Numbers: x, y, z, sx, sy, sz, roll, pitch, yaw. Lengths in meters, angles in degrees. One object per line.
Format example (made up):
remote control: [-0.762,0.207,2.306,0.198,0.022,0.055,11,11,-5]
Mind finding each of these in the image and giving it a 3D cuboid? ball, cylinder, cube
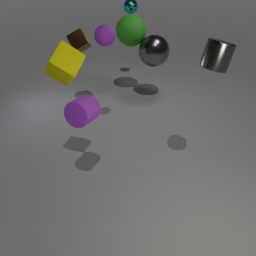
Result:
ball: [0.130,-6.008,13.838,0.700,0.700,0.700,0,32,0]
ball: [0.147,-4.470,12.832,1.400,1.400,1.400,0,32,0]
cylinder: [2.211,-1.797,6.926,0.700,0.700,0.700,12,25,-6]
cube: [-1.991,-3.527,11.414,0.700,0.700,0.700,-29,4,3]
cube: [-1.601,-1.607,7.056,0.700,0.700,0.700,30,65,-18]
ball: [-0.761,-3.046,9.210,0.700,0.700,0.700,0,32,0]
ball: [1.177,-3.497,12.714,1.400,1.400,1.400,0,32,0]
cylinder: [-1.163,-0.435,7.187,0.700,0.700,0.700,12,25,18]
